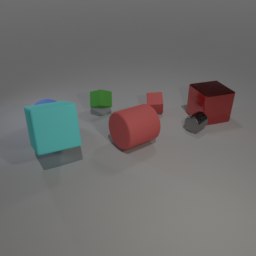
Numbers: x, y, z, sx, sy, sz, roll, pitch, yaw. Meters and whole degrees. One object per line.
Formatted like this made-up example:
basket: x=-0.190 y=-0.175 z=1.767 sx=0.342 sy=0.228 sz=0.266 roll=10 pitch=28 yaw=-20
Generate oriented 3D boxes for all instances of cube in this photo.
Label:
cube: x=-1.190 y=-1.265 z=12.343 sx=0.700 sy=0.700 sz=0.700 roll=-4 pitch=-5 yaw=42
cube: x=-2.473 y=-0.067 z=9.151 sx=1.400 sy=1.400 sz=1.400 roll=-12 pitch=14 yaw=-25
cube: x=3.536 y=-1.106 z=12.168 sx=1.400 sy=1.400 sz=1.400 roll=-9 pitch=32 yaw=-15
cube: x=1.202 y=-1.116 z=12.553 sx=0.700 sy=0.700 sz=0.700 roll=-4 pitch=57 yaw=4

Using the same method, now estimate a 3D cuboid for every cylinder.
cylinder: x=2.779 y=-0.244 z=11.416 sx=0.700 sy=0.700 sz=0.700 roll=26 pitch=40 yaw=36
cylinder: x=0.231 y=-0.064 z=10.285 sx=1.400 sy=1.400 sz=1.400 roll=-19 pitch=36 yaw=-32

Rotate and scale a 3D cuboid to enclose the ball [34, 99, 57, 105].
ball: x=-3.161 y=-0.447 z=11.062 sx=1.400 sy=1.400 sz=1.400 roll=0 pitch=31 yaw=0
